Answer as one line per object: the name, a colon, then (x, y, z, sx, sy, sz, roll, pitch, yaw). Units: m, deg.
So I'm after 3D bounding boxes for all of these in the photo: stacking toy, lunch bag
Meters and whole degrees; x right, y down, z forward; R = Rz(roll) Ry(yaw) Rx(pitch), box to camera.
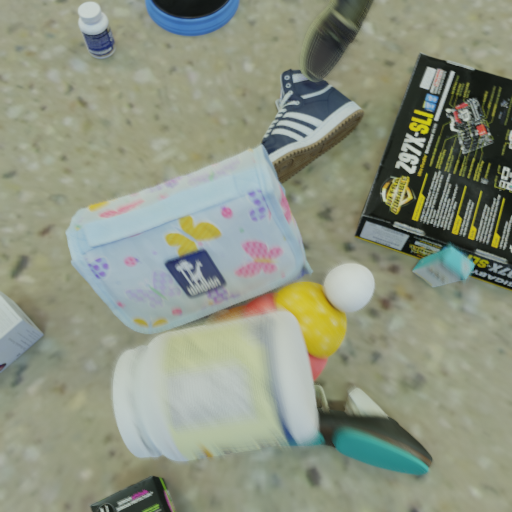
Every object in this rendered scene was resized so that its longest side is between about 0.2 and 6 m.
stacking toy: (0.551, 0.875, 6.730, 2.218, 1.621, 1.621, -40, 67, 27)
lunch bag: (-0.680, -0.140, 7.050, 2.404, 2.835, 1.803, -19, 77, 5)

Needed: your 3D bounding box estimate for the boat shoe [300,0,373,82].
boat shoe: (1.244, -3.530, 8.510, 0.662, 0.586, 1.807, 23, 102, -14)

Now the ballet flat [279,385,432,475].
ballet flat: (1.032, 2.203, 7.555, 2.676, 0.910, 0.915, 10, 54, 4)

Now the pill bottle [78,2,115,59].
pill bottle: (-2.892, -4.075, 10.111, 0.519, 0.934, 0.519, 0, 67, 0)

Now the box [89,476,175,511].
box: (-1.352, 3.531, 6.907, 0.828, 0.989, 1.331, -22, 69, -9)

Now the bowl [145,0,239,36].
bowl: (-1.249, -5.094, 10.851, 1.840, 0.361, 1.840, 0, 67, 0)

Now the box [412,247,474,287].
box: (2.712, 0.182, 8.191, 0.428, 1.040, 0.256, 38, 77, 0)

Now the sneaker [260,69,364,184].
sneaker: (0.444, -2.146, 9.308, 2.553, 0.895, 1.385, -36, 76, -21)

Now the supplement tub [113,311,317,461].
supplement tub: (-0.380, 1.339, 5.702, 1.805, 1.308, 1.308, -13, 67, 9)

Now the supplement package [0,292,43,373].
supplement package: (-3.966, 1.266, 7.938, 0.800, 0.831, 1.461, 41, 74, 17)

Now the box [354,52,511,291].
box: (3.427, -1.451, 9.084, 2.727, 0.843, 3.416, 19, 69, 9)
